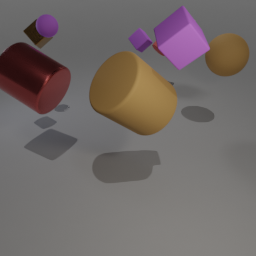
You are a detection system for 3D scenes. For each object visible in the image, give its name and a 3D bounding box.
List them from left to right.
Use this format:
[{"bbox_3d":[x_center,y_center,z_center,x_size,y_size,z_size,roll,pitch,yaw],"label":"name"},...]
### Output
[{"bbox_3d":[-2.465,-1.289,7.332,1.400,1.400,1.400,32,37,8],"label":"cylinder"},{"bbox_3d":[-3.419,-3.582,10.712,0.700,0.700,0.700,-41,6,1],"label":"cube"},{"bbox_3d":[-2.594,-3.279,9.005,0.700,0.700,0.700,0,30,0],"label":"ball"},{"bbox_3d":[0.124,-0.704,6.089,1.400,1.400,1.400,28,6,-44],"label":"cylinder"},{"bbox_3d":[0.572,-3.980,12.746,0.700,0.700,0.700,55,21,11],"label":"cube"},{"bbox_3d":[1.526,-3.585,12.011,0.700,0.700,0.700,-50,40,2],"label":"cylinder"},{"bbox_3d":[0.998,-1.687,5.290,0.700,0.700,0.700,-32,42,28],"label":"cube"},{"bbox_3d":[3.306,-2.436,9.379,1.400,1.400,1.400,0,30,0],"label":"ball"}]
